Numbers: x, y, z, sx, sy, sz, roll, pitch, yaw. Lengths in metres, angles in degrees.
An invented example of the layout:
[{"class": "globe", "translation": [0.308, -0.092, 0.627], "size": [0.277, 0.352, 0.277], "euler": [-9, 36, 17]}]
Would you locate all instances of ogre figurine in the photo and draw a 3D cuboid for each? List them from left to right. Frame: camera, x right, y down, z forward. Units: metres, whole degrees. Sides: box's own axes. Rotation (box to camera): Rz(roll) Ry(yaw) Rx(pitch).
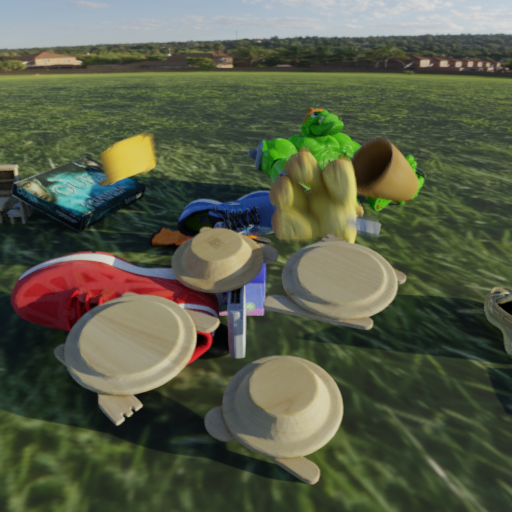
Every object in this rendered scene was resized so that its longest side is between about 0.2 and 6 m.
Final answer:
[{"class": "ogre figurine", "translation": [1.782, -2.051, 13.592], "size": [4.669, 2.291, 2.799], "euler": [-31, 53, -26]}]

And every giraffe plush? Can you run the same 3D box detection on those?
[{"class": "giraffe plush", "translation": [1.275, -0.899, 9.900], "size": [1.921, 1.658, 1.558], "euler": [30, 14, 6]}]

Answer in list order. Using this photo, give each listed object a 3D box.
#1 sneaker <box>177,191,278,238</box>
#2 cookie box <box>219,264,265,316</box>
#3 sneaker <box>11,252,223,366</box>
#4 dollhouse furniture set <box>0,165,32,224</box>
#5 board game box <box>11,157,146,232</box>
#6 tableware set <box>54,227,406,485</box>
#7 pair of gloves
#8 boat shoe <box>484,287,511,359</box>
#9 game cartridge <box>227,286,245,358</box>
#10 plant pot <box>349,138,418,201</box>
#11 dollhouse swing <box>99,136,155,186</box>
[{"class": "sneaker", "translation": [-0.455, -0.671, 11.199], "size": [2.415, 0.948, 1.077], "euler": [-6, 21, 16]}, {"class": "cookie box", "translation": [-0.548, 0.375, 9.632], "size": [1.420, 0.624, 1.660], "euler": [1, 23, 1]}, {"class": "sneaker", "translation": [-2.073, 0.828, 7.876], "size": [3.156, 1.236, 1.823], "euler": [-2, 22, -1]}, {"class": "dollhouse furniture set", "translation": [-6.171, -1.464, 13.395], "size": [1.393, 1.055, 1.589], "euler": [-3, 23, -8]}, {"class": "board game box", "translation": [-4.250, -1.605, 13.772], "size": [1.913, 0.398, 2.828], "euler": [27, 28, 8]}, {"class": "tableware set", "translation": [-0.186, 0.783, 7.367], "size": [3.495, 0.485, 4.183], "euler": [17, 43, 22]}, {"class": "pair of gloves", "translation": [-0.648, -0.675, 12.459], "size": [2.619, 0.363, 2.940], "euler": [7, 23, 17]}, {"class": "boat shoe", "translation": [3.936, 0.881, 8.467], "size": [0.708, 0.611, 1.942], "euler": [5, 24, 12]}, {"class": "game cartridge", "translation": [-0.278, 0.853, 8.191], "size": [0.267, 0.879, 1.318], "euler": [-4, 26, 2]}, {"class": "plant pot", "translation": [2.443, -1.455, 10.296], "size": [1.127, 1.050, 1.050], "euler": [22, 9, -34]}, {"class": "dollhouse swing", "translation": [-2.254, -1.584, 9.350], "size": [0.715, 0.740, 0.814], "euler": [12, 32, 42]}]
